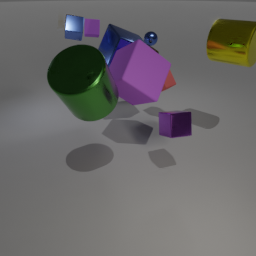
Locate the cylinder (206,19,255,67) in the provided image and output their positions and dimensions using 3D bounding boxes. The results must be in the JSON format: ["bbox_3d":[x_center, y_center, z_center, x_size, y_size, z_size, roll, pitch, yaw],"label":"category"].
[{"bbox_3d":[3.544,-2.824,9.267,1.400,1.400,1.400,22,35,35],"label":"cylinder"}]

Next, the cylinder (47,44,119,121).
[{"bbox_3d":[-1.054,-1.067,6.913,1.400,1.400,1.400,-5,66,10],"label":"cylinder"}]

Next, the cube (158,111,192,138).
[{"bbox_3d":[1.366,-0.123,8.159,0.700,0.700,0.700,-6,8,-23],"label":"cube"}]

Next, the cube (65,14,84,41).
[{"bbox_3d":[-2.166,-4.029,11.285,0.700,0.700,0.700,5,-10,-12],"label":"cube"}]

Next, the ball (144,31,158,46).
[{"bbox_3d":[1.142,-4.481,14.052,0.700,0.700,0.700,0,28,0],"label":"ball"}]

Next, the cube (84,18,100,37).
[{"bbox_3d":[-1.695,-4.683,13.150,0.700,0.700,0.700,1,9,-9],"label":"cube"}]

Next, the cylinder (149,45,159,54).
[{"bbox_3d":[1.003,-3.564,13.478,0.700,0.700,0.700,22,13,-36],"label":"cylinder"}]

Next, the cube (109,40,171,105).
[{"bbox_3d":[0.258,-1.701,8.981,1.400,1.400,1.400,29,-16,-28],"label":"cube"}]

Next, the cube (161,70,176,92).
[{"bbox_3d":[1.448,-1.941,11.720,0.700,0.700,0.700,-25,0,-39],"label":"cube"}]

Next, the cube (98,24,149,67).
[{"bbox_3d":[-0.208,-2.861,10.662,1.400,1.400,1.400,11,33,-32],"label":"cube"}]
